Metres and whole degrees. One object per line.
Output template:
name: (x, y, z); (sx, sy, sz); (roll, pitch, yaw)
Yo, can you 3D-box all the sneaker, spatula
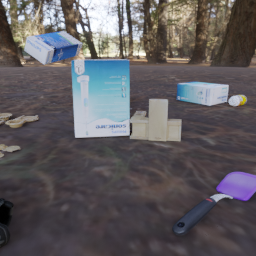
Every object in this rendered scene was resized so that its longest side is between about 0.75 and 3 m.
sneaker: (-2.186, 1.226, 4.060); (0.939, 0.656, 1.888); (-5, 20, -34)
spatula: (1.496, 1.212, 4.712); (2.314, 0.238, 0.654); (-15, 20, -41)

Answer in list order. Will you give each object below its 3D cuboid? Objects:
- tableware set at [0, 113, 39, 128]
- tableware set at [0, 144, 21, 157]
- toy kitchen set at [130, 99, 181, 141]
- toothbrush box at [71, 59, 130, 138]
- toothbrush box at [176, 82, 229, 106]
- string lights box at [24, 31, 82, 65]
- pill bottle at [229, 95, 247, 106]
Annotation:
tableware set: (-4.302, -0.291, 10.119); (1.991, 0.231, 1.663); (0, 15, 2)
tableware set: (-3.315, 0.587, 7.208); (0.782, 0.109, 0.936); (9, 17, 31)
toy kitchen set: (0.890, -0.384, 8.609); (1.488, 1.214, 1.342); (3, 16, 10)
toothbrush box: (-0.822, -0.925, 8.552); (1.672, 2.284, 0.974); (-3, 13, -7)
toothbrush box: (3.777, -1.800, 14.316); (1.537, 0.895, 2.099); (-13, 21, -38)
string lights box: (-2.597, -2.892, 9.942); (0.960, 0.551, 1.868); (36, 36, 12)
pill bottle: (5.164, -1.293, 13.227); (0.907, 0.495, 0.495); (-12, 19, -37)
